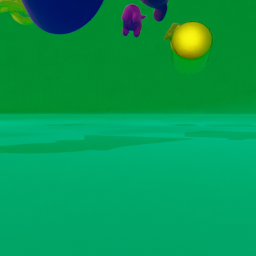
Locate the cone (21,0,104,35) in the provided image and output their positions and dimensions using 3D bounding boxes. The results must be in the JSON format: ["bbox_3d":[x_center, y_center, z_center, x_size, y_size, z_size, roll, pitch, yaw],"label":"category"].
[{"bbox_3d":[-1.378,-2.414,3.964,1.680,1.680,1.686,1,1,21],"label":"cone"}]

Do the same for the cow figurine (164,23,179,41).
[{"bbox_3d":[2.115,-3.256,10.301,1.386,1.409,0.773,-27,4,7],"label":"cow figurine"}]

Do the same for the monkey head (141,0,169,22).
[{"bbox_3d":[0.621,-2.441,4.774,0.965,0.809,1.342,33,-8,28],"label":"monkey head"}]

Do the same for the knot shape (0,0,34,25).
[{"bbox_3d":[-3.741,-4.193,9.551,1.503,0.694,1.406,6,45,-17],"label":"knot shape"}]

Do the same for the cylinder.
[{"bbox_3d":[1.977,-2.492,8.854,1.250,1.250,1.250,1,-9,10],"label":"cylinder"}]

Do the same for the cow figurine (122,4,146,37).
[{"bbox_3d":[0.183,-3.674,9.377,0.741,1.328,1.350,8,-25,7],"label":"cow figurine"}]
